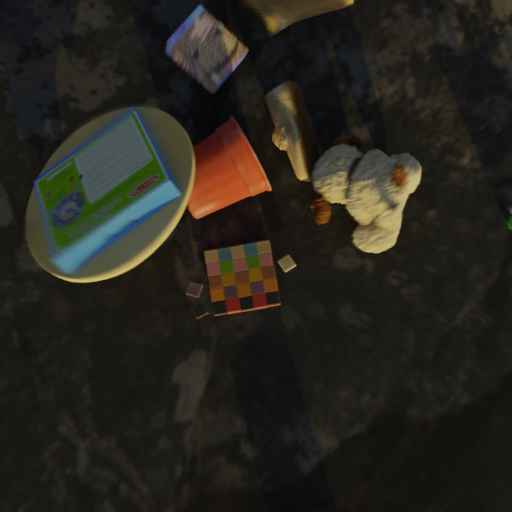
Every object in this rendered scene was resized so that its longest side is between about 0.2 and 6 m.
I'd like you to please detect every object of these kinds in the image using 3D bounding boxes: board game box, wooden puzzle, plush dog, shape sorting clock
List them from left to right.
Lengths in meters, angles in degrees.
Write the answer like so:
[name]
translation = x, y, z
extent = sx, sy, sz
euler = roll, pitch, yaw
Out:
[shape sorting clock]
translation = -2.681, -1.170, 10.148
extent = 3.549, 0.696, 3.549
euler = -12, 58, 21
[board game box]
translation = -0.992, -4.105, 11.205
extent = 1.268, 0.614, 1.011
euler = 39, 83, -10
[wooden puzzle]
translation = -0.282, 0.417, 10.488
extent = 2.113, 0.148, 1.253
euler = -9, 75, -2
[plush dog]
translation = 1.891, -1.350, 10.302
extent = 1.815, 1.695, 2.113
euler = 19, 76, 22

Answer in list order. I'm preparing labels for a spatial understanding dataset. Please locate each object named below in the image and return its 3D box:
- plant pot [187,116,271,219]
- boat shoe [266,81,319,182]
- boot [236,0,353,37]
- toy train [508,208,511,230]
[plant pot]
translation = -0.740, -1.527, 10.382
extent = 1.505, 1.547, 1.547
euler = -29, 77, 0
[boat shoe]
translation = 0.702, -2.370, 11.008
extent = 0.662, 0.731, 2.051
euler = -20, 76, 34
[boot]
translation = 0.742, -5.519, 11.830
extent = 2.005, 0.663, 1.756
euler = -28, 69, -13
[toy train]
translation = 5.739, -0.540, 10.634
extent = 1.879, 0.392, 0.530
euler = 13, 86, 3
